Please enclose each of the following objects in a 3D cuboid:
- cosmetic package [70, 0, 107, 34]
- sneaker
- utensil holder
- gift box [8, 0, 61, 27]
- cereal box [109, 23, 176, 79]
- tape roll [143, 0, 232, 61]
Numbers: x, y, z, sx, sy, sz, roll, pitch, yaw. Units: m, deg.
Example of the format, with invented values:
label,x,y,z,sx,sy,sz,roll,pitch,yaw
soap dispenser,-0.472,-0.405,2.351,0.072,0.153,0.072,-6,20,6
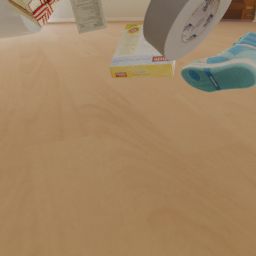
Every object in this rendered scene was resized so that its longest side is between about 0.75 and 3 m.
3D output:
label,x,y,z,sx,sy,sz,roll,pitch,yaw
cosmetic package,-1.328,-4.069,8.809,0.980,1.893,0.692,-11,33,-1
sneaker,1.713,-1.153,4.841,1.537,0.611,1.004,13,59,52
utensil holder,-3.417,-3.117,7.152,2.022,1.718,1.718,-3,26,8
gift box,-1.865,-2.660,5.694,0.855,0.845,0.916,33,-5,10
cereal box,0.672,-2.800,9.779,2.063,0.567,2.867,1,48,17
tape roll,1.355,-2.583,6.187,0.722,2.187,2.187,46,45,18
